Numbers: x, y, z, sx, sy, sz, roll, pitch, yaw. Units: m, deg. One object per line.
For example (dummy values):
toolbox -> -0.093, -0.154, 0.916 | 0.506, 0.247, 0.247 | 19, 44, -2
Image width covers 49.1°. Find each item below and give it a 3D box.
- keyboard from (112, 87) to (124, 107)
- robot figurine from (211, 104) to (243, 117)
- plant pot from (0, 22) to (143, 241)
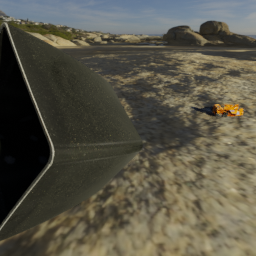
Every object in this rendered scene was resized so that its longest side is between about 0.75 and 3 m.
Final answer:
keyboard -> -0.744, -0.646, 6.724 | 0.550, 1.445, 2.777 | -12, -17, 28
robot figurine -> 3.460, -0.635, 9.864 | 1.033, 0.301, 0.749 | -1, 28, -6
plant pot -> -1.140, 0.155, 4.482 | 1.981, 2.233, 2.228 | 4, 48, -46
